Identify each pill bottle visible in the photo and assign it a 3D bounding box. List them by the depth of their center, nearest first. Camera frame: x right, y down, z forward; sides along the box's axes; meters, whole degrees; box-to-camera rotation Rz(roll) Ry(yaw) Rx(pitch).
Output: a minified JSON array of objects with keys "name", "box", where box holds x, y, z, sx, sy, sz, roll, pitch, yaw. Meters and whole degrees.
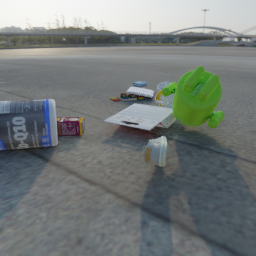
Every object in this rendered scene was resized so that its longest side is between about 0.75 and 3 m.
[{"name":"pill bottle","box":[-3.862,-0.100,9.338,2.872,1.634,1.634,-4,19,-14]},{"name":"pill bottle","box":[1.942,-1.469,14.162,0.964,0.964,1.736,-3,8,-10]}]

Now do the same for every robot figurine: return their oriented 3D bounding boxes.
[{"name":"robot figurine","box":[2.586,-1.085,10.735,2.495,2.843,1.645,34,73,15]}]

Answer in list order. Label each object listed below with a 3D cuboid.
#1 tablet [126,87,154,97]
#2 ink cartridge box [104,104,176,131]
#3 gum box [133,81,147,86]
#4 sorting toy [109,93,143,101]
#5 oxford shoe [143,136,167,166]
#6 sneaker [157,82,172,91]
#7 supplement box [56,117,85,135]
[{"name":"tablet","box":[0.802,-2.274,17.392,1.589,0.167,2.443,11,16,4]},{"name":"ink cartridge box","box":[0.570,-0.299,11.666,2.110,0.657,2.622,11,27,28]},{"name":"gum box","box":[0.896,-3.320,20.978,0.705,0.185,0.830,14,23,34]},{"name":"sorting toy","box":[-0.111,-1.882,16.571,1.926,0.326,0.928,-7,20,-18]},{"name":"oxford shoe","box":[0.747,0.637,7.783,0.641,0.834,2.218,3,0,7]},{"name":"sneaker","box":[2.507,-2.358,17.211,2.116,0.798,1.217,16,23,34]},{"name":"supplement box","box":[-2.271,-0.074,10.923,1.084,0.559,0.709,-1,19,-2]}]
